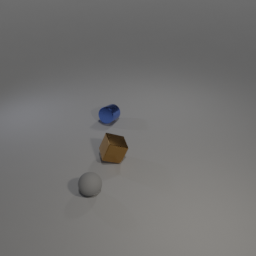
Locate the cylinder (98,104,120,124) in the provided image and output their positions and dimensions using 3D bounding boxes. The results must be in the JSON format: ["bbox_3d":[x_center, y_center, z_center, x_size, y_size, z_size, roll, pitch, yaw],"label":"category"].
[{"bbox_3d":[-0.775,-0.606,11.781,0.700,0.700,0.700,13,21,21],"label":"cylinder"}]

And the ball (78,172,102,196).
[{"bbox_3d":[-1.108,1.631,8.184,0.700,0.700,0.700,0,31,0],"label":"ball"}]

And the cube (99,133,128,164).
[{"bbox_3d":[-0.498,0.686,9.514,0.700,0.700,0.700,13,28,-24],"label":"cube"}]
